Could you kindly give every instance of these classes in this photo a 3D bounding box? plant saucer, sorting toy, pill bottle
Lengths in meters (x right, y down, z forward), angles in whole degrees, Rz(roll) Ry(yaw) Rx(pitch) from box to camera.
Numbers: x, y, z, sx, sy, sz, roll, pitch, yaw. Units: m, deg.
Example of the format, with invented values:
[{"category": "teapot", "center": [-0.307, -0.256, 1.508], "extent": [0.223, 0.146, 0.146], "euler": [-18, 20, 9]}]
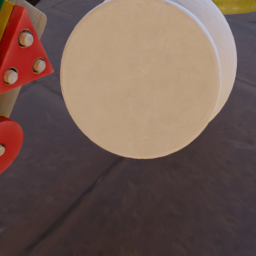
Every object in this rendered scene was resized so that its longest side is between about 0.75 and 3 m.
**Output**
[{"category": "plant saucer", "center": [2.891, -3.537, 6.909], "extent": [2.789, 2.789, 0.433], "euler": [0, 91, 0]}, {"category": "sorting toy", "center": [-2.270, -0.555, 3.684], "extent": [1.044, 2.981, 3.000], "euler": [26, 97, 17]}, {"category": "pill bottle", "center": [0.402, -0.843, 3.572], "extent": [1.773, 1.773, 2.963], "euler": [12, 22, 11]}]

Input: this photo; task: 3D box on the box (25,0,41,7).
[{"category": "box", "center": [-2.808, -3.375, 5.415], "extent": [1.261, 2.198, 1.453], "euler": [-41, 53, 2]}]
